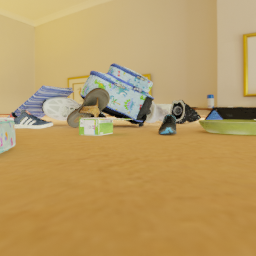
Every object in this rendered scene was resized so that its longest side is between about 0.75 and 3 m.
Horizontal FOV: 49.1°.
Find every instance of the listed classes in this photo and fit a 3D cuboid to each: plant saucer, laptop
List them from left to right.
[{"bbox_3d":[3.297,-0.039,8.245,2.399,0.373,2.399,0,3,0],"label":"plant saucer"},{"bbox_3d":[4.454,-0.075,10.819,2.370,1.381,2.674,-1,29,-6],"label":"laptop"}]

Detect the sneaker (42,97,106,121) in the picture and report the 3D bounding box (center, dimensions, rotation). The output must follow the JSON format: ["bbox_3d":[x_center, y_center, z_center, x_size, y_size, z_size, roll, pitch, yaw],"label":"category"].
[{"bbox_3d":[-2.103,-0.686,11.428,2.694,1.017,1.550,11,0,-20],"label":"sneaker"}]

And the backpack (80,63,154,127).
[{"bbox_3d":[-0.415,-1.490,11.707,2.791,2.051,2.554,22,1,-5],"label":"backpack"}]

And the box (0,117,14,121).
[{"bbox_3d":[-5.388,-0.124,9.114,1.849,0.465,2.561,2,3,28],"label":"box"}]

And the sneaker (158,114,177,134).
[{"bbox_3d":[1.110,-0.110,7.849,0.498,0.557,1.360,1,4,8],"label":"sneaker"}]

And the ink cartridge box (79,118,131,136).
[{"bbox_3d":[-0.582,-0.041,7.543,1.219,0.462,0.901,3,4,20],"label":"ink cartridge box"}]

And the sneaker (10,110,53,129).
[{"bbox_3d":[-3.655,-0.341,10.505,1.660,0.702,0.622,0,3,0],"label":"sneaker"}]

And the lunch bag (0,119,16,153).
[{"bbox_3d":[-2.312,0.135,4.213,1.038,0.499,1.295,-3,4,-10],"label":"lunch bag"}]

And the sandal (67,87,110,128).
[{"bbox_3d":[-1.457,-0.608,10.205,2.146,0.586,0.877,-36,-49,23],"label":"sandal"}]

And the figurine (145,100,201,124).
[{"bbox_3d":[2.361,-0.728,15.409,2.742,1.180,2.675,2,-4,33],"label":"figurine"}]

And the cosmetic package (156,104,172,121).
[{"bbox_3d":[2.390,-1.004,18.186,2.178,1.146,0.774,0,2,-20],"label":"cosmetic package"}]

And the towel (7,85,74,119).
[{"bbox_3d":[-3.923,-0.952,12.095,2.872,0.343,2.080,-34,-10,22],"label":"towel"}]
